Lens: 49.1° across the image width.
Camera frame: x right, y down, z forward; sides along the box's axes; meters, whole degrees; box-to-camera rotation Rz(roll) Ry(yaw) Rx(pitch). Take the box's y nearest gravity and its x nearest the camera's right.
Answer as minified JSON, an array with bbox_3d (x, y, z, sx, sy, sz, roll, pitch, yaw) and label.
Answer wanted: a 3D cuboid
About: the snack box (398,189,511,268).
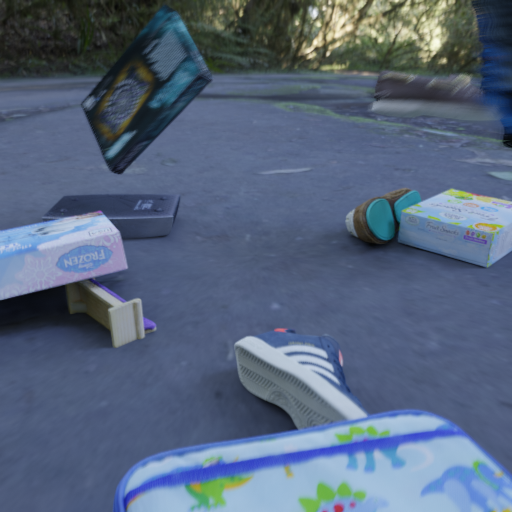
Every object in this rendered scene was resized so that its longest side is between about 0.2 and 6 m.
[{"bbox_3d":[3.699,-0.551,9.791,1.633,0.655,1.936,20,31,39],"label":"snack box"}]

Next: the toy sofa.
[{"bbox_3d":[-1.852,0.608,7.102,0.630,0.534,1.290,-20,29,-38],"label":"toy sofa"}]

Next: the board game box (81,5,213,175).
[{"bbox_3d":[-2.003,-2.869,9.851,0.355,2.523,1.707,8,50,-55],"label":"board game box"}]

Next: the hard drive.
[{"bbox_3d":[-2.632,-0.771,10.543,2.313,0.489,1.560,-1,22,-2],"label":"hard drive"}]

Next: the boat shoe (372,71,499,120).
[{"bbox_3d":[3.072,-2.598,9.096,2.276,0.677,0.818,8,6,16],"label":"boat shoe"}]

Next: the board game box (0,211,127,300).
[{"bbox_3d":[-3.243,0.002,7.670,2.580,0.560,2.568,-14,16,-18],"label":"board game box"}]

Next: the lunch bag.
[{"bbox_3d":[0.458,1.901,3.276,2.592,1.069,2.084,-4,20,-13],"label":"lunch bag"}]

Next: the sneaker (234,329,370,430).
[{"bbox_3d":[0.646,1.197,5.317,0.877,0.778,2.076,-18,28,-28],"label":"sneaker"}]

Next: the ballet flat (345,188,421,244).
[{"bbox_3d":[2.189,-0.719,10.189,0.898,0.842,2.484,-9,12,38],"label":"ballet flat"}]

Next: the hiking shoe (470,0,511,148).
[{"bbox_3d":[3.526,-2.720,8.026,0.938,2.520,1.093,-16,-8,-25],"label":"hiking shoe"}]
